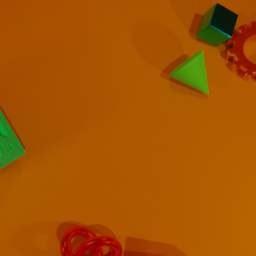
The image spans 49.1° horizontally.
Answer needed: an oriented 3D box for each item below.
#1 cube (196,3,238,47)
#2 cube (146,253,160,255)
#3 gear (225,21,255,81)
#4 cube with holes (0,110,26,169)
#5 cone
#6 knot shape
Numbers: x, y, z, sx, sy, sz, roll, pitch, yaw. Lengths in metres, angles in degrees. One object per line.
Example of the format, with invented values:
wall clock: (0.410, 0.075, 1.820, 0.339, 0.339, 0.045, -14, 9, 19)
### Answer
cube: (2.385, -2.749, 7.535, 0.707, 0.707, 0.707, 22, 80, -14)
cube: (0.944, 3.658, 6.166, 1.240, 1.240, 1.240, 10, 80, 2)
gear: (3.539, -2.090, 7.693, 1.639, 0.303, 1.639, 0, 80, 1)
cube with holes: (-3.375, 0.359, 6.148, 1.327, 1.327, 1.327, -32, 88, -2)
cone: (1.812, -1.287, 7.343, 1.049, 1.049, 1.053, -40, 98, -7)
knot shape: (-0.984, 2.930, 6.552, 1.475, 0.681, 1.380, -42, 82, -14)
